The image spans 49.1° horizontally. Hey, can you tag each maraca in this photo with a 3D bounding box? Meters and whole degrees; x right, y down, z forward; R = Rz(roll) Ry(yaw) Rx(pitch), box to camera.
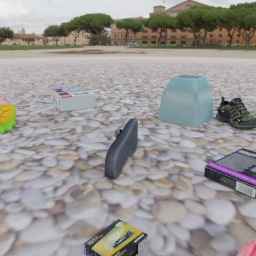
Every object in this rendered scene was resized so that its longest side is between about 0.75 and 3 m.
[{"bbox_3d":[-4.552,-0.375,10.385,0.912,0.712,1.330,-26,55,7],"label":"maraca"}]

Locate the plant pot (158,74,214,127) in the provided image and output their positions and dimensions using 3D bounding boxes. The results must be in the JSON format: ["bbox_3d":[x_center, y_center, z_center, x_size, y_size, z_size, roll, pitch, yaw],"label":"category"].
[{"bbox_3d":[2.456,-1.248,11.643,1.792,1.825,1.787,14,23,36],"label":"plant pot"}]

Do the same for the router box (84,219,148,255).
[{"bbox_3d":[-0.188,1.899,4.581,0.669,0.222,0.850,14,23,37],"label":"router box"}]

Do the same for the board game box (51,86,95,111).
[{"bbox_3d":[-2.859,-1.543,14.287,1.730,0.754,2.345,-8,19,-25],"label":"board game box"}]

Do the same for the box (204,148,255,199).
[{"bbox_3d":[3.022,1.049,7.016,1.893,0.342,1.353,-16,25,-37],"label":"box"}]

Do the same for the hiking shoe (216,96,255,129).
[{"bbox_3d":[4.275,-0.623,10.928,0.800,1.064,2.114,-9,20,-26],"label":"hiking shoe"}]

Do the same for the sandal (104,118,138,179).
[{"bbox_3d":[-0.205,0.407,7.814,0.585,1.039,2.733,7,19,14],"label":"sandal"}]

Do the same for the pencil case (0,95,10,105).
[{"bbox_3d":[-5.402,-0.783,11.760,0.891,0.931,2.153,27,4,-30],"label":"pencil case"}]

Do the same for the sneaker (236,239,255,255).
[{"bbox_3d":[1.276,1.839,3.075,2.947,1.278,1.086,-13,22,-33],"label":"sneaker"}]
